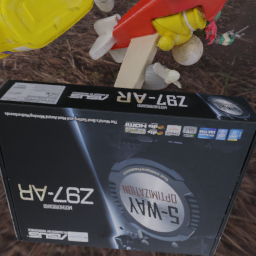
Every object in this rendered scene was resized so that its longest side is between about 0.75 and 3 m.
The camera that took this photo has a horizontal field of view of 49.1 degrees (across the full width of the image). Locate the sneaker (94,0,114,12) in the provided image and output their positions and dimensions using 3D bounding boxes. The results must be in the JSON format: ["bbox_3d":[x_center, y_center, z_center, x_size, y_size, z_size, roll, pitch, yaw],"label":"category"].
[{"bbox_3d":[-0.747,-3.719,7.398,0.668,1.859,0.674,-1,70,6],"label":"sneaker"}]

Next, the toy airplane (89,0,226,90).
[{"bbox_3d":[0.635,-2.023,5.933,2.990,2.110,2.977,-49,25,9],"label":"toy airplane"}]

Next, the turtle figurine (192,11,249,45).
[{"bbox_3d":[1.949,-3.007,7.523,1.245,1.852,2.473,-23,18,-18],"label":"turtle figurine"}]

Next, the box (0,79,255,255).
[{"bbox_3d":[-0.084,0.513,3.002,2.349,1.882,0.511,5,33,0],"label":"box"}]

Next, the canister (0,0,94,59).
[{"bbox_3d":[-2.318,-2.580,6.338,2.913,1.261,2.163,13,54,49],"label":"canister"}]
